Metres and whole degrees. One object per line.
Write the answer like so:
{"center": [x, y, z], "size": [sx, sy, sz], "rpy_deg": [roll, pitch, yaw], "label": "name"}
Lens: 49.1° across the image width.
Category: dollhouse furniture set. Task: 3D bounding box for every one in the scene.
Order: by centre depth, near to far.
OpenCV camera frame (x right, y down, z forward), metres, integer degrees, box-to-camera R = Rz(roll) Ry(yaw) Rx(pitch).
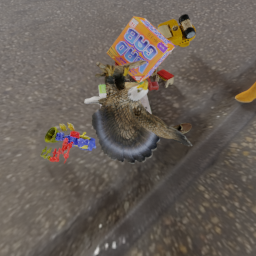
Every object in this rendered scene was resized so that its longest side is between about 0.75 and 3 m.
{"center": [0.588, -2.215, 10.378], "size": [1.121, 0.848, 2.084], "rpy_deg": [-35, 56, -27], "label": "dollhouse furniture set"}

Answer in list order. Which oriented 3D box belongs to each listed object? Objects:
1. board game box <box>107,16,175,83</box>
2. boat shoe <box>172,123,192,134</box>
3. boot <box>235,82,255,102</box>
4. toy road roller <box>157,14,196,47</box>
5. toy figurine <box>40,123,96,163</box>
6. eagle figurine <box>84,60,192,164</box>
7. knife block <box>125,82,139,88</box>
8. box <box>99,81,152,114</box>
{"center": [0.473, -2.612, 9.335], "size": [1.445, 1.447, 1.446], "rpy_deg": [43, 25, 1], "label": "board game box"}
{"center": [1.583, 0.029, 8.421], "size": [0.830, 0.307, 0.307], "rpy_deg": [-16, 83, -15], "label": "boat shoe"}
{"center": [4.366, -1.427, 9.550], "size": [1.357, 0.972, 0.478], "rpy_deg": [-12, 46, -13], "label": "boot"}
{"center": [2.007, -3.771, 11.462], "size": [1.534, 1.120, 0.942], "rpy_deg": [-18, 69, 5], "label": "toy road roller"}
{"center": [-1.480, 0.513, 7.717], "size": [1.158, 1.934, 1.020], "rpy_deg": [16, 78, -34], "label": "toy figurine"}
{"center": [0.102, -0.428, 7.381], "size": [2.197, 2.186, 2.896], "rpy_deg": [-23, 80, -1], "label": "eagle figurine"}
{"center": [-0.088, -1.147, 9.240], "size": [0.895, 0.286, 0.786], "rpy_deg": [3, 53, -2], "label": "knife block"}
{"center": [-0.094, -0.660, 9.277], "size": [1.629, 0.410, 2.257], "rpy_deg": [-5, 49, -5], "label": "box"}
